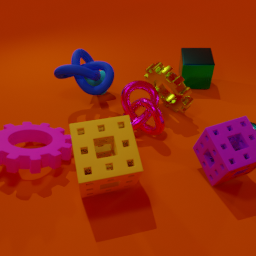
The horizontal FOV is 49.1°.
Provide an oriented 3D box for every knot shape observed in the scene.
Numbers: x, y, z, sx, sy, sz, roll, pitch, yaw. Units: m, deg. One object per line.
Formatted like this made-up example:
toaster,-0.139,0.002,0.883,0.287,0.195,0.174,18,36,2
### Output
knot shape,0.240,-0.389,7.925,0.769,1.558,1.665,10,50,-53
knot shape,-1.425,-1.727,8.573,1.666,0.823,1.780,-9,44,-31

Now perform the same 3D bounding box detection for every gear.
gear,-2.436,0.427,7.018,2.019,0.373,2.019,8,23,-3
gear,1.229,-1.217,8.621,0.320,1.732,1.732,-43,50,-13

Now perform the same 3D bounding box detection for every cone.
cone,-1.227,-1.682,9.659,0.917,0.914,0.914,11,21,-45

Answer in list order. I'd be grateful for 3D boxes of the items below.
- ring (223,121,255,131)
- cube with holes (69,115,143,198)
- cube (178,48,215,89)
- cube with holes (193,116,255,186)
ring,3.202,0.307,7.706,1.630,0.326,1.630,0,36,0
cube with holes,-0.514,0.642,6.061,1.249,1.249,1.249,-9,66,-12
cube,2.483,-2.196,10.316,1.099,1.099,1.099,1,47,4
cube with holes,2.283,0.539,6.343,1.034,1.034,1.034,-16,64,-13
